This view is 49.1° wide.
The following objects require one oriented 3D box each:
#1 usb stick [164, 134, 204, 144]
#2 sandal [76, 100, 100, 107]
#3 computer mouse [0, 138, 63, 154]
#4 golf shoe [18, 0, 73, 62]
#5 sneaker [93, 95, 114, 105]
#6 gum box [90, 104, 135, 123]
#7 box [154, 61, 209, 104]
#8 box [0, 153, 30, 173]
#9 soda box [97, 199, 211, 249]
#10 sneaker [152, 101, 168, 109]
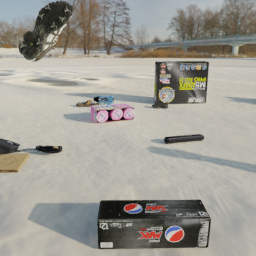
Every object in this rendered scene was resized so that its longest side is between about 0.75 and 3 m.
[{"bbox_3d":[1.866,0.357,9.330,1.366,0.223,0.379,-5,9,-15],"label":"usb stick"},{"bbox_3d":[-2.137,-1.341,14.982,1.258,0.343,0.514,1,16,-6],"label":"sandal"},{"bbox_3d":[-3.129,0.519,8.212,2.467,0.420,0.723,0,5,1],"label":"computer mouse"},{"bbox_3d":[-2.481,-2.954,8.627,0.839,2.158,1.019,39,-8,1],"label":"golf shoe"},{"bbox_3d":[-1.334,-1.502,15.173,1.341,0.526,0.603,1,1,36],"label":"sneaker"},{"bbox_3d":[-0.651,-0.658,12.167,1.763,0.583,1.000,-6,16,-20],"label":"gum box"},{"bbox_3d":[2.936,-2.523,15.541,2.909,2.330,0.644,-1,15,-6],"label":"box"},{"bbox_3d":[-3.227,0.935,7.511,0.876,0.114,1.071,-1,17,-3],"label":"box"},{"bbox_3d":[0.394,1.547,4.558,1.749,0.554,0.619,0,15,-1],"label":"soda box"},{"bbox_3d":[1.659,-1.212,14.491,0.856,0.389,0.325,-1,18,1],"label":"sneaker"}]
